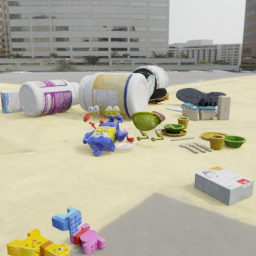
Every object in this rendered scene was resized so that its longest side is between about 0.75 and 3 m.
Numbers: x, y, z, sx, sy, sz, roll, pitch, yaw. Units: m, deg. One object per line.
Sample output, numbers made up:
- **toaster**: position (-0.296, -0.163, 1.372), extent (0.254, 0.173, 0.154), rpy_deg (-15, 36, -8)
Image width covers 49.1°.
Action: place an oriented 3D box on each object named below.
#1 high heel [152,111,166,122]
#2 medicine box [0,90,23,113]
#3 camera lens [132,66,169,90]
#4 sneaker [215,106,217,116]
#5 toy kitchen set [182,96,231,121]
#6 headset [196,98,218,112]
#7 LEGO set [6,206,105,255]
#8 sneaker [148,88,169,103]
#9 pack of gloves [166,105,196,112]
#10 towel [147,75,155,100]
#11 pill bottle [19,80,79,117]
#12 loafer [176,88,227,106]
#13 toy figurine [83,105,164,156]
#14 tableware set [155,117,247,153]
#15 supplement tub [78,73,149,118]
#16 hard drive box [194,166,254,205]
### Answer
- **high heel**: position (1.299, -0.534, 11.558), extent (0.651, 0.456, 1.353), rpy_deg (-19, 18, -24)
- **medicine box**: position (-5.460, -1.280, 13.445), extent (1.100, 1.002, 0.566), rpy_deg (-12, 19, -39)
- **camera lens**: position (1.345, -2.902, 17.721), extent (2.010, 2.010, 2.513), rpy_deg (7, 15, 24)
- **sneaker**: position (3.933, -0.673, 12.357), extent (1.007, 0.378, 0.454), rpy_deg (-32, 62, -33)
- **toy kitchen set**: position (3.345, -0.949, 12.171), extent (1.686, 0.993, 1.351), rpy_deg (-1, 14, -6)
- **headset**: position (3.805, -0.960, 13.347), extent (0.996, 0.758, 1.614), rpy_deg (17, 35, 20)
- **LEGO set**: position (-0.846, 1.501, 3.392), extent (0.675, 0.627, 1.644), rpy_deg (10, 19, 34)
- **sneaker**: position (1.251, -1.655, 15.839), extent (2.213, 0.774, 0.996), rpy_deg (-6, -22, 23)
- **pack of gloves**: position (3.038, -1.058, 13.919), extent (1.492, 0.350, 1.776), rpy_deg (-12, 19, -35)
- **towel**: position (0.953, -1.852, 14.303), extent (0.346, 1.229, 1.436), rpy_deg (25, 60, 13)
- **pill bottle**: position (-3.505, -1.470, 13.133), extent (1.548, 1.548, 2.757), rpy_deg (11, 17, 38)
- **loafer**: position (3.920, -1.509, 15.013), extent (2.715, 0.976, 0.855), rpy_deg (10, -17, 25)
- **toy figurine**: position (-0.374, 0.349, 7.932), extent (2.502, 1.320, 1.499), rpy_deg (4, 43, 26)
- **tableware set**: position (2.278, 0.110, 9.160), extent (1.971, 0.449, 2.926), rpy_deg (-5, 15, -18)
- **supplement tub**: position (-0.627, -1.438, 12.226), extent (2.670, 1.928, 1.928), rpy_deg (6, 16, 23)
- **hard drive box**: position (1.866, 1.101, 5.500), extent (0.686, 0.338, 0.880), rpy_deg (-10, 18, -31)
